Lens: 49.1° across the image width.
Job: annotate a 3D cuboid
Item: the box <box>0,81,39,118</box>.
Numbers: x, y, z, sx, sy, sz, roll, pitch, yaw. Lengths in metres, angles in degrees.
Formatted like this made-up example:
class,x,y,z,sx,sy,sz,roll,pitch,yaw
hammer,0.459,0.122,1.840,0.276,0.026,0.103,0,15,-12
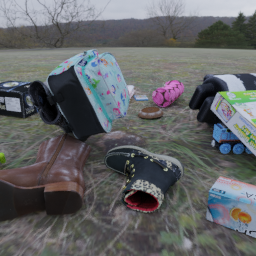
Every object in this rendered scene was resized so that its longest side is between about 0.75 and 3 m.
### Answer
class,x,y,z,sx,sy,sz,roll,pitch,yaw
box,-4.746,-1.290,11.866,2.404,1.035,1.969,8,21,20

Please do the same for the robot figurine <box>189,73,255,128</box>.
class,x,y,z,sx,sy,sz,roll,pitch,yaw
robot figurine,3.675,-0.952,9.873,2.975,2.235,1.856,-8,1,-21

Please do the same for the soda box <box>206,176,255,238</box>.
class,x,y,z,sx,sy,sz,roll,pitch,yaw
soda box,2.428,1.499,4.793,2.005,0.638,0.686,12,24,33

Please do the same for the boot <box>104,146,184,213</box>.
class,x,y,z,sx,sy,sz,roll,pitch,yaw
boot,0.096,1.025,6.040,1.941,0.701,1.466,9,24,24

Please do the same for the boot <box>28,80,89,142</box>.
class,x,y,z,sx,sy,sz,roll,pitch,yaw
boot,-2.250,-0.910,8.369,2.893,1.010,1.904,44,0,33

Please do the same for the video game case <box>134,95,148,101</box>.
class,x,y,z,sx,sy,sz,roll,pitch,yaw
video game case,0.639,-1.489,13.840,0.593,0.074,0.828,-3,20,-6

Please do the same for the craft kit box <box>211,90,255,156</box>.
class,x,y,z,sx,sy,sz,roll,pitch,yaw
craft kit box,4.215,0.009,7.335,2.962,0.719,2.926,-5,43,-22

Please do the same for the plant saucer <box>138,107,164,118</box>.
class,x,y,z,sx,sy,sz,roll,pitch,yaw
plant saucer,0.898,-0.640,11.089,1.031,0.189,1.031,-4,22,1

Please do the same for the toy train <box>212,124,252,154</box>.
class,x,y,z,sx,sy,sz,roll,pitch,yaw
toy train,3.055,0.284,7.861,1.389,0.793,0.602,1,20,-4

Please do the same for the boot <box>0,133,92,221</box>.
class,x,y,z,sx,sy,sz,roll,pitch,yaw
boot,-2.152,0.821,6.283,2.605,0.898,2.796,8,21,-9

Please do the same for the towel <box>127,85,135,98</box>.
class,x,y,z,sx,sy,sz,roll,pitch,yaw
towel,-1.206,-1.713,13.919,2.816,0.454,2.690,3,20,11

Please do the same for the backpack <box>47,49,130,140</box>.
class,x,y,z,sx,sy,sz,roll,pitch,yaw
backpack,-0.935,-1.046,7.490,1.698,2.002,2.255,-20,24,12

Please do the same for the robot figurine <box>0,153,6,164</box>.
class,x,y,z,sx,sy,sz,roll,pitch,yaw
robot figurine,-3.540,0.748,6.898,0.941,0.620,1.072,-7,21,-19

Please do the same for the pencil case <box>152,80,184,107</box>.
class,x,y,z,sx,sy,sz,roll,pitch,yaw
pencil case,1.854,-1.652,13.073,1.006,0.974,2.147,38,30,10
